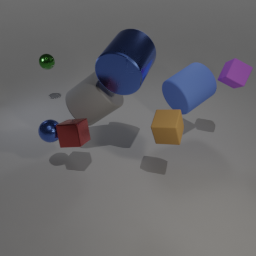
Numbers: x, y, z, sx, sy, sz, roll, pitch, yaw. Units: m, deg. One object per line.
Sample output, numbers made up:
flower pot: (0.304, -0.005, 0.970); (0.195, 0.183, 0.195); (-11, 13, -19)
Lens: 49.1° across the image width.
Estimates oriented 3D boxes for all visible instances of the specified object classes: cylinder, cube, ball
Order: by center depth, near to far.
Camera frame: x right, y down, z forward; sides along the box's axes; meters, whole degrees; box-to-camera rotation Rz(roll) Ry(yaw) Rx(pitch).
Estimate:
cube: (1.100, -0.028, 7.706); (0.700, 0.700, 0.700); (2, 47, 23)
cylinder: (-0.042, -1.902, 8.074); (1.400, 1.400, 1.400); (11, 47, 18)
cube: (-1.620, 0.142, 8.361); (0.700, 0.700, 0.700); (-3, 15, 19)
ball: (-2.343, 0.091, 8.446); (0.700, 0.700, 0.700); (0, 31, 0)
cylinder: (-1.101, -0.990, 9.319); (1.400, 1.400, 1.400); (-30, 21, 26)
cube: (3.590, -1.820, 9.428); (0.700, 0.700, 0.700); (26, -1, -6)
cylinder: (2.188, -1.420, 10.089); (1.400, 1.400, 1.400); (-34, 42, -18)
ball: (-3.662, -2.992, 12.645); (0.700, 0.700, 0.700); (0, 31, 0)
